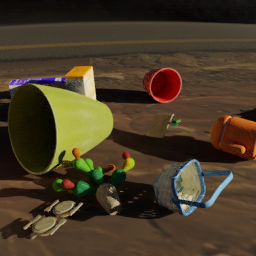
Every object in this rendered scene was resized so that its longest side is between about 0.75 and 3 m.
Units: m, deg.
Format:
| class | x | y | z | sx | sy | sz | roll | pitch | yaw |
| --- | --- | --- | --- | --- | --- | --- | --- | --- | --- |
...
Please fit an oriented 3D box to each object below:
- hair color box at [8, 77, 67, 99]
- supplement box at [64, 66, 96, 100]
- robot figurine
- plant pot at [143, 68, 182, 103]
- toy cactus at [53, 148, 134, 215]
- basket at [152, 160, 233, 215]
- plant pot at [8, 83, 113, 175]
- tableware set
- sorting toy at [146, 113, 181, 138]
| class | x | y | z | sx | sy | sz | roll | pitch | yaw |
| --- | --- | --- | --- | --- | --- | --- | --- | --- | --- |
| hair color box | -3.834 | -1.442 | 12.972 | 2.870 | 1.569 | 0.930 | -5 | 27 | -8 |
| supplement box | -1.944 | -1.340 | 11.983 | 0.839 | 2.282 | 1.438 | 1 | 28 | 8 |
| robot figurine | 3.909 | 0.314 | 9.861 | 2.264 | 1.320 | 1.628 | 19 | 71 | 31 |
| plant pot | 1.639 | -2.332 | 14.733 | 1.804 | 1.804 | 1.596 | -10 | 19 | -18 |
| toy cactus | -0.743 | 1.460 | 7.962 | 2.543 | 1.300 | 2.098 | -6 | 36 | -30 |
| basket | 1.680 | 1.526 | 7.363 | 1.540 | 1.215 | 1.747 | -28 | 10 | -41 |
| plant pot | -2.019 | -0.094 | 9.622 | 2.789 | 2.789 | 2.981 | 22 | 20 | 37 |
| tableware set | -1.820 | 2.307 | 7.089 | 0.894 | 0.271 | 1.352 | 0 | 19 | 27 |
| sorting toy | 1.390 | -0.072 | 10.718 | 1.465 | 0.216 | 1.083 | 7 | 65 | 57 |
